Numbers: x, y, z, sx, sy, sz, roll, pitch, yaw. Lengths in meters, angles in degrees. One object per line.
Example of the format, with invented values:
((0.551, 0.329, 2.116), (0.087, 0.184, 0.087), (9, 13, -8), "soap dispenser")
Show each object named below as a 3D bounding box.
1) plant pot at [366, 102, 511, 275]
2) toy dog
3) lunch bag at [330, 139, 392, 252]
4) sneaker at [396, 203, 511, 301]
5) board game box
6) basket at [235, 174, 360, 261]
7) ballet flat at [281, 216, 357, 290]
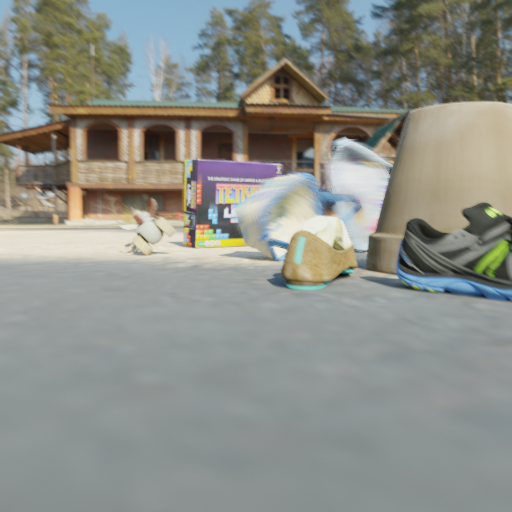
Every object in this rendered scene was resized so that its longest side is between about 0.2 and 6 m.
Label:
((3.059, -0.946, 8.318), (2.737, 2.375, 2.737), (1, 5, 0), "plant pot")
((-2.422, -0.680, 11.871), (1.756, 0.846, 1.158), (5, 50, 54), "toy dog")
((2.587, -1.488, 13.150), (1.589, 2.499, 2.119), (-22, -2, 10), "lunch bag")
((2.467, -0.062, 5.639), (2.308, 0.956, 0.818), (4, 7, 43), "sneaker")
((-0.577, -1.372, 14.813), (2.690, 2.224, 0.763), (-4, 11, -35), "board game box")
((0.687, -0.672, 10.069), (1.917, 1.334, 1.690), (15, 43, 35), "basket")
((0.832, -0.093, 7.080), (0.763, 0.814, 2.251), (3, 5, 21), "ballet flat")
